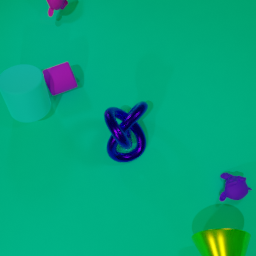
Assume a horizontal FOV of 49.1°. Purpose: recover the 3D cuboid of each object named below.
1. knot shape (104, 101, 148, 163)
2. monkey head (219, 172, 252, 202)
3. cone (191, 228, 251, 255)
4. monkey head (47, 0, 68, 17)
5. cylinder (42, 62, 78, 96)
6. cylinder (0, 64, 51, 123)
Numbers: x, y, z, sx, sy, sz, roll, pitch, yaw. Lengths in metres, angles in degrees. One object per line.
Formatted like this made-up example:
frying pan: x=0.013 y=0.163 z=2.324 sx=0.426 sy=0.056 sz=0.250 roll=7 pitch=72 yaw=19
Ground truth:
knot shape: x=0.027 y=-0.041 z=8.009 sx=0.878 sy=1.901 sz=1.779 roll=12 pitch=56 yaw=26
monkey head: x=2.989 y=1.665 z=7.986 sx=1.112 sy=0.800 sz=0.670 roll=-14 pitch=108 yaw=-19
cone: x=2.333 y=3.372 z=6.724 sx=1.462 sy=1.462 sz=1.467 roll=2 pitch=54 yaw=1
monkey head: x=-2.452 y=-4.368 z=9.300 sx=0.873 sy=1.213 sz=0.731 roll=33 pitch=37 yaw=24
cylinder: x=-2.105 y=-1.537 z=8.733 sx=0.835 sy=0.835 sz=0.835 roll=-21 pitch=74 yaw=-4
cylinder: x=-2.976 y=-0.997 z=8.164 sx=1.228 sy=1.228 sz=1.228 roll=1 pitch=52 yaw=-1
